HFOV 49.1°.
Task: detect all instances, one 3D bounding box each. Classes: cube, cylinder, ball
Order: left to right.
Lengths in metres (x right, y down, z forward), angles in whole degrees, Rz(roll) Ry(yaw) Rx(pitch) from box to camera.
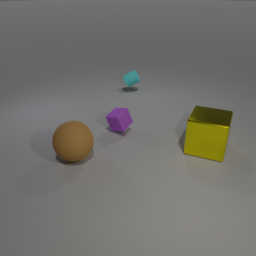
[{"bbox_3d":[-1.876,0.450,9.600,1.400,1.400,1.400,0,28,0],"label":"ball"},{"bbox_3d":[-0.348,-0.354,11.361,0.700,0.700,0.700,4,39,41],"label":"cube"},{"bbox_3d":[0.197,-2.722,15.455,0.700,0.700,0.700,-26,23,17],"label":"cylinder"},{"bbox_3d":[2.926,0.161,10.181,1.400,1.400,1.400,12,30,20],"label":"cube"}]
